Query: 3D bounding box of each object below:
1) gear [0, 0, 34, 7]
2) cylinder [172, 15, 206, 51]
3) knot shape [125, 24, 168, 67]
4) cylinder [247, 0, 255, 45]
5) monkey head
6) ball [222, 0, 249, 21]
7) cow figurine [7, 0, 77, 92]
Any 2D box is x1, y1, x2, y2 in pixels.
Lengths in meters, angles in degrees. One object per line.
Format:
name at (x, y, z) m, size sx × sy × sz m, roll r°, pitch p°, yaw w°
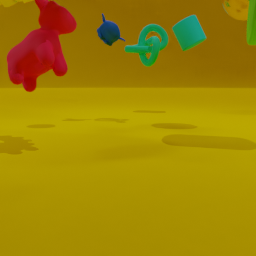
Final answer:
gear at (-1.322, -2.401, 4.338) m, size 1.647 × 0.305 × 1.647 m, roll -13°, pitch 41°, yaw 11°
cylinder at (2.316, -3.583, 10.609) m, size 0.972 × 0.972 × 0.972 m, roll -27°, pitch 3°, yaw 1°
knot shape at (0.630, -2.471, 8.173) m, size 1.310 × 1.226 × 0.605 m, roll 33°, pitch -11°, yaw 41°
cylinder at (2.755, -2.060, 4.713) m, size 1.265 × 1.265 × 1.265 m, roll 4°, pitch 10°, yaw 17°
monkey head at (-0.565, -2.773, 8.100) m, size 1.005 × 0.606 × 0.723 m, roll 44°, pitch 6°, yaw -28°
ball at (2.779, -3.107, 6.495) m, size 1.157 × 1.157 × 1.157 m, roll 0°, pitch 9°, yaw 0°
cow figurine at (-1.410, -1.375, 4.488) m, size 1.298 × 1.277 × 0.712 m, roll -26°, pitch -22°, yaw 11°
